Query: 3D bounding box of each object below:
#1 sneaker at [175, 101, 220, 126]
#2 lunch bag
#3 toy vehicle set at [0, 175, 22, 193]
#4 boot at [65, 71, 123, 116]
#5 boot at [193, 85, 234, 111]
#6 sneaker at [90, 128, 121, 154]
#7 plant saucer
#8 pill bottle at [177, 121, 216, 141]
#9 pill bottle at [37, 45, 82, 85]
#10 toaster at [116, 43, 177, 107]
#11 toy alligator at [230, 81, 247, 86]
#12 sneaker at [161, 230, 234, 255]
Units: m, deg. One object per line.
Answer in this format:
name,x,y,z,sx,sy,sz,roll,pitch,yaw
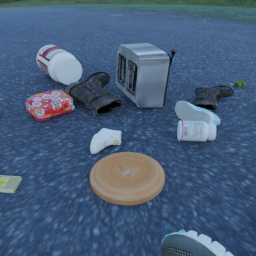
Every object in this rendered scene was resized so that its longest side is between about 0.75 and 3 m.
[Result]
sneaker,2.677,-0.476,10.864,0.830,0.748,2.025,9,19,-37
lunch bag,-3.135,-0.937,11.460,1.737,0.712,1.530,-23,37,-34
toy vehicle set,-3.485,1.542,7.778,0.886,0.117,0.551,3,30,5
boot,-1.147,-1.473,12.397,2.420,0.962,2.780,28,45,32
boot,3.734,-1.230,12.211,1.876,0.650,1.633,1,35,9
sneaker,-0.664,0.421,9.321,0.817,0.521,1.414,6,29,16
plant saucer,-0.020,1.304,7.977,2.141,0.346,2.141,0,29,0
pill bottle,2.353,0.112,9.666,1.230,0.697,0.697,3,30,3
pill bottle,-3.591,-3.305,14.664,1.603,1.603,2.807,-18,34,-28
toaster,0.652,-2.402,12.111,1.579,2.661,2.406,-9,32,-23
toy alligator,5.572,-2.195,14.159,0.922,0.222,0.306,-10,31,-5
sneaker,1.488,2.890,4.543,1.346,1.145,2.951,-26,38,-32
